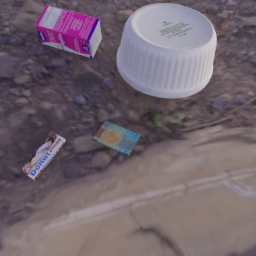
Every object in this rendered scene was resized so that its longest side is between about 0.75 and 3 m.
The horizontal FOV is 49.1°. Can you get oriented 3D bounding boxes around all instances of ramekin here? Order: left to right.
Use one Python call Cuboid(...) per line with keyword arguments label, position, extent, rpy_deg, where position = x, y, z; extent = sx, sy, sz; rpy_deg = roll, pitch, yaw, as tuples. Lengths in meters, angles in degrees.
Cuboid(label="ramekin", position=(1.032, -2.155, 7.338), extent=(2.700, 1.257, 2.700), rpy_deg=(2, 51, -3))

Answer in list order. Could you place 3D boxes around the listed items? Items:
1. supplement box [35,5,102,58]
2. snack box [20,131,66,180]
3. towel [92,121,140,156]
Cuboid(label="supplement box", position=(-1.698, -2.810, 8.177), extent=(1.656, 0.838, 0.856), rpy_deg=(18, 70, 7))
Cuboid(label="snack box", position=(-2.147, 0.689, 7.125), extent=(0.451, 0.153, 1.255), rpy_deg=(28, 70, 15))
Cuboid(label="towel", position=(-0.294, 0.245, 7.183), extent=(1.040, 0.113, 0.763), rpy_deg=(23, 49, 11))
